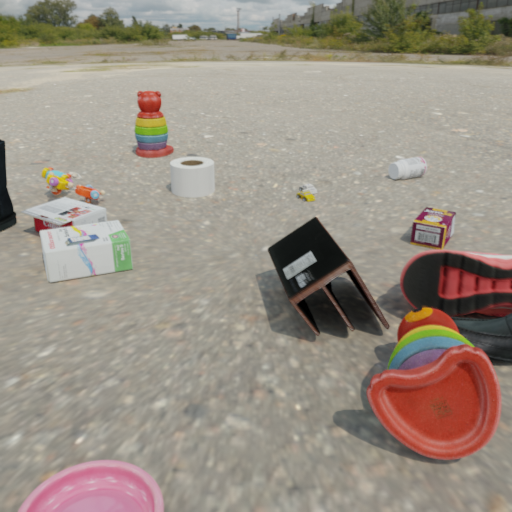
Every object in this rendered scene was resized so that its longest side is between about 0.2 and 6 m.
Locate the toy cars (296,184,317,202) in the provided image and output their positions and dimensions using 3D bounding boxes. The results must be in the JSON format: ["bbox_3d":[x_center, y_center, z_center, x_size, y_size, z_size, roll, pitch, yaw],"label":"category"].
[{"bbox_3d":[1.216,-1.557,13.404,0.478,0.236,1.067,5,24,9],"label":"toy cars"}]

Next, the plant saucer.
[{"bbox_3d":[-1.395,2.278,4.730,1.225,0.310,1.225,1,24,0],"label":"plant saucer"}]

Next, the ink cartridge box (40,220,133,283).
[{"bbox_3d":[-2.944,-0.097,9.677,1.403,0.614,1.019,-11,27,-20],"label":"ink cartridge box"}]

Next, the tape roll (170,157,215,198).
[{"bbox_3d":[-1.543,-1.918,13.601,1.067,0.733,1.067,0,24,0],"label":"tape roll"}]

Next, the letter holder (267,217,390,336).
[{"bbox_3d":[1.034,0.460,8.220,0.946,1.337,1.881,-34,22,6],"label":"letter holder"}]

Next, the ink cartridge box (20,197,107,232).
[{"bbox_3d":[-3.784,-0.670,11.046,1.270,0.532,1.115,16,29,32],"label":"ink cartridge box"}]

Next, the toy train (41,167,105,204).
[{"bbox_3d":[-4.299,-1.577,12.943,1.218,0.451,1.622,11,15,-40],"label":"toy train"}]

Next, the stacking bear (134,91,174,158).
[{"bbox_3d":[-3.149,-3.980,16.790,1.149,1.891,1.076,1,24,2],"label":"stacking bear"}]

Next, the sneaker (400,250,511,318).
[{"bbox_3d":[3.672,0.363,8.008,3.094,1.140,1.342,9,9,15],"label":"sneaker"}]

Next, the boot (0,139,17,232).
[{"bbox_3d":[-5.503,-1.206,10.583,0.864,1.900,2.262,7,25,15],"label":"boot"}]

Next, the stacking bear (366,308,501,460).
[{"bbox_3d":[1.958,1.206,6.205,1.192,1.116,1.963,-25,10,18],"label":"stacking bear"}]

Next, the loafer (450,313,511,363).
[{"bbox_3d":[3.447,0.957,7.087,2.108,0.740,0.716,6,17,13],"label":"loafer"}]

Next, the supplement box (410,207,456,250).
[{"bbox_3d":[3.424,-0.536,10.801,0.627,0.494,0.957,13,27,26],"label":"supplement box"}]

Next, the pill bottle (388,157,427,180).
[{"bbox_3d":[3.965,-2.287,14.695,0.915,0.518,0.518,-12,27,-24],"label":"pill bottle"}]
